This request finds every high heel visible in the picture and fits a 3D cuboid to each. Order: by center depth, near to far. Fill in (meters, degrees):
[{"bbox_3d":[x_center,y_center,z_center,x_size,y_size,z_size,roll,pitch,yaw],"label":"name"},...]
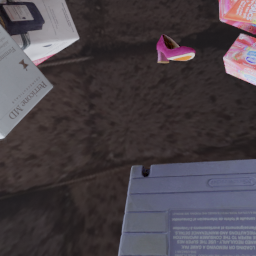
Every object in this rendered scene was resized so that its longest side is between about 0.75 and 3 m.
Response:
[{"bbox_3d":[1.037,-1.807,6.118,0.472,1.402,0.672,1,97,-16],"label":"high heel"}]

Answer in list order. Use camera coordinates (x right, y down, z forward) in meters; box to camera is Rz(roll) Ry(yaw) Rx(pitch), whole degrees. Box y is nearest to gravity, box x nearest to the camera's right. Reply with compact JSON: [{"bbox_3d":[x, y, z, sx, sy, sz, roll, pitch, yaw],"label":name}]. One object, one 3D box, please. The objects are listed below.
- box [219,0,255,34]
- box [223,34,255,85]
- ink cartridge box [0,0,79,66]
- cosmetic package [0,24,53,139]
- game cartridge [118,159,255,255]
[{"bbox_3d":[2.510,-3.001,5.534,1.069,0.986,2.082,15,62,-14],"label":"box"},{"bbox_3d":[2.446,-1.155,5.123,1.191,0.564,0.611,34,86,33],"label":"box"},{"bbox_3d":[-2.483,-1.794,5.536,2.391,1.731,1.008,-30,101,-50],"label":"ink cartridge box"},{"bbox_3d":[-1.888,-0.604,3.618,1.007,1.211,1.013,-7,40,45],"label":"cosmetic package"},{"bbox_3d":[0.970,0.843,2.483,2.043,0.392,1.324,-4,41,12],"label":"game cartridge"}]
